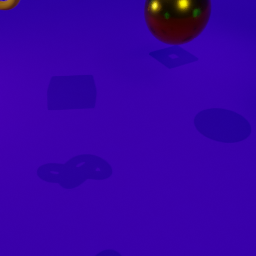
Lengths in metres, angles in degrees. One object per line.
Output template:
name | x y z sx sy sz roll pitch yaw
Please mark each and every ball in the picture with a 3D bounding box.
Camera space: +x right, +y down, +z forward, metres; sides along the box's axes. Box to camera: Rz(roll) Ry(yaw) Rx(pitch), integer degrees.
ball | 0.950 -2.275 5.433 1.287 1.287 1.287 0 45 0

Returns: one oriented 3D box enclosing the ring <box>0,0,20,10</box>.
ring | -3.193 -3.482 6.926 1.095 1.095 0.219 2 40 2
